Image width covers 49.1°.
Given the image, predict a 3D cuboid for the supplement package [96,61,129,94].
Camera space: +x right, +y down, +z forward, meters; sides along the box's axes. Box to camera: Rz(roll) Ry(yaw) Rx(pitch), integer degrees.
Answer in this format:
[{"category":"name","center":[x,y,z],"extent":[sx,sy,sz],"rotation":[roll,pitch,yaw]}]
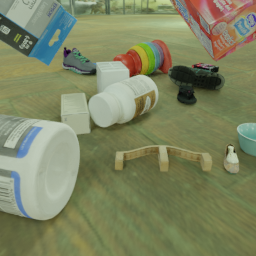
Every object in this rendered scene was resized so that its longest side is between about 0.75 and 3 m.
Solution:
[{"category":"supplement package","center":[-0.557,-1.593,9.948],"extent":[0.963,1.252,1.310],"rotation":[-6,27,-12]}]

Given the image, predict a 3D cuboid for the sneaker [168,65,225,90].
[{"category":"sneaker","center":[2.781,-2.040,11.542],"extent":[2.293,0.865,0.909],"rotation":[17,20,14]}]

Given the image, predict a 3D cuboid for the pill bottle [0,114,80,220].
[{"category":"pill bottle","center":[-2.563,0.559,5.154],"extent":[2.963,1.686,1.686],"rotation":[8,28,14]}]

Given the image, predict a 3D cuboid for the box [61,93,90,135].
[{"category":"box","center":[-1.583,-0.457,8.349],"extent":[0.797,0.652,1.678],"rotation":[-5,27,-9]}]

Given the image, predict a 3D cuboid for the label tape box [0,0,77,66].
[{"category":"label tape box","center":[-2.448,-2.672,6.912],"extent":[2.169,1.554,0.717],"rotation":[31,9,-34]}]

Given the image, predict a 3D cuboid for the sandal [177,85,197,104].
[{"category":"sandal","center":[2.145,-1.347,10.381],"extent":[0.678,0.431,1.803],"rotation":[2,27,4]}]

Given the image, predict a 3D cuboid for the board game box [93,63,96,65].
[{"category":"board game box","center":[-1.962,-3.178,14.325],"extent":[0.819,0.184,0.623],"rotation":[12,29,22]}]

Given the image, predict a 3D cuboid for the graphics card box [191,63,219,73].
[{"category":"graphics card box","center":[3.776,-2.927,13.714],"extent":[0.708,0.287,1.129],"rotation":[-23,35,-38]}]

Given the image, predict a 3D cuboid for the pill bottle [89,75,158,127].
[{"category":"pill bottle","center":[-0.118,-0.804,8.427],"extent":[1.195,1.195,2.090],"rotation":[20,33,34]}]

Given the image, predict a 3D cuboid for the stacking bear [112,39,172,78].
[{"category":"stacking bear","center":[0.472,-2.985,12.653],"extent":[2.719,1.546,1.651],"rotation":[-25,35,-32]}]

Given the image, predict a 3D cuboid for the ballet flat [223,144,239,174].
[{"category":"ballet flat","center":[2.374,0.666,6.468],"extent":[0.336,0.332,0.986],"rotation":[5,27,9]}]

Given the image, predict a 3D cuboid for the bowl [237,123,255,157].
[{"category":"bowl","center":[3.189,0.335,6.888],"extent":[1.049,0.549,1.049],"rotation":[0,27,0]}]

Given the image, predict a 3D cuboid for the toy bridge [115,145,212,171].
[{"category":"toy bridge","center":[0.817,0.678,6.477],"extent":[2.209,0.301,0.743],"rotation":[0,27,1]}]

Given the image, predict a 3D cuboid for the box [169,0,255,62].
[{"category":"box","center":[2.012,-3.263,7.001],"extent":[1.315,1.426,2.778],"rotation":[-28,59,8]}]

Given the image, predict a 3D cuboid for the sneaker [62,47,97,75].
[{"category":"sneaker","center":[-2.373,-3.258,13.492],"extent":[2.444,1.070,0.910],"rotation":[19,33,34]}]
